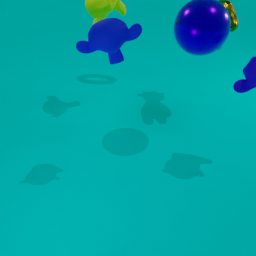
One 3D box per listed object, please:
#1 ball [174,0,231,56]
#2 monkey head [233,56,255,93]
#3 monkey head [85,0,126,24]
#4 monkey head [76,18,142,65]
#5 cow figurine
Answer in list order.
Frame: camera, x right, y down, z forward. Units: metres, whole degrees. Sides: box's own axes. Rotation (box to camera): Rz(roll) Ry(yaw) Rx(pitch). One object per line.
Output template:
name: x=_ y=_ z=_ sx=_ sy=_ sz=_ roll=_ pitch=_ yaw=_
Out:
ball: x=1.618 y=-2.215 z=6.168 sx=1.210 sy=1.210 sz=1.210 roll=0 pitch=39 yaw=0
monkey head: x=2.955 y=-1.060 z=5.776 sx=1.525 sy=1.097 sz=0.919 roll=-21 pitch=22 yaw=21
monkey head: x=-0.630 y=-3.312 z=7.607 sx=0.873 sy=1.043 sz=1.449 roll=-25 pitch=59 yaw=31
monkey head: x=-0.306 y=-1.529 z=5.056 sx=1.183 sy=0.851 sz=0.713 roll=-16 pitch=24 yaw=4
cow figurine: x=2.324 y=-3.026 z=7.828 sx=0.943 sy=1.717 sz=1.690 roll=9 pitch=67 yaw=-12
